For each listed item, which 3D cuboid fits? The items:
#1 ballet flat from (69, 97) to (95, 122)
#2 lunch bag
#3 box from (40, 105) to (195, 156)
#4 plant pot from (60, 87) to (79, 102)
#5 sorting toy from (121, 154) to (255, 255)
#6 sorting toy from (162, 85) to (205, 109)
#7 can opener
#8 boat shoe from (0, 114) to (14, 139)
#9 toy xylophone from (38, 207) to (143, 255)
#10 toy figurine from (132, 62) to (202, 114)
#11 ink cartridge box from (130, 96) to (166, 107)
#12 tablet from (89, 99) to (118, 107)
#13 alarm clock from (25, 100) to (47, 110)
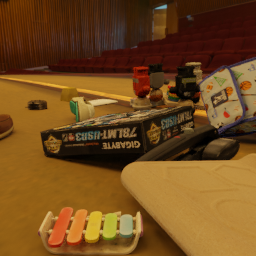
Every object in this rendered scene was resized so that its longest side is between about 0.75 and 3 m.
[{"bbox_3d":[-1.500,-0.617,9.503,0.804,0.804,2.315,-4,21,-17],"label":"ballet flat"},{"bbox_3d":[3.147,-0.804,7.580,2.141,1.820,1.326,-16,-29,15],"label":"lunch bag"},{"bbox_3d":[-0.141,0.019,6.585,2.657,0.665,2.677,-6,7,32],"label":"box"},{"bbox_3d":[-3.120,-1.824,15.060,0.778,0.686,0.778,13,18,42],"label":"plant pot"},{"bbox_3d":[1.500,0.961,3.599,2.599,0.474,2.406,-3,15,-24],"label":"sorting toy"},{"bbox_3d":[2.531,-1.481,12.918,1.796,0.625,1.785,5,20,-6],"label":"sorting toy"},{"bbox_3d":[1.015,0.455,5.183,2.595,0.822,1.020,-13,-4,-38],"label":"can opener"},{"bbox_3d":[-3.892,-0.081,7.347,0.945,0.886,2.624,2,14,10],"label":"boat shoe"},{"bbox_3d":[-0.425,1.180,3.363,1.197,0.301,0.876,-2,13,-8],"label":"toy xylophone"},{"bbox_3d":[1.658,-1.590,11.352,2.746,1.910,2.703,3,17,22],"label":"toy figurine"},{"bbox_3d":[1.205,-1.308,13.651,2.150,0.399,1.018,-10,17,-43],"label":"ink cartridge box"},{"bbox_3d":[-1.508,-1.277,14.005,1.163,0.122,1.787,11,17,38],"label":"tablet"},{"bbox_3d":[-4.018,-1.066,12.594,0.831,0.410,1.231,1,11,7],"label":"alarm clock"}]
